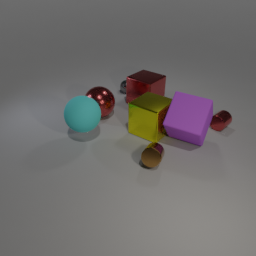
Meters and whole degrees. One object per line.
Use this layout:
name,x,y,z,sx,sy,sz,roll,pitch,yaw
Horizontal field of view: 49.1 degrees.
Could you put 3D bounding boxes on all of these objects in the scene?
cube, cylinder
cube,2.292,-0.330,10.503,1.400,1.400,1.400,18,77,22
cylinder,3.918,-0.317,11.846,0.700,0.700,0.700,27,41,37
cylinder,0.862,0.915,9.638,0.700,0.700,0.700,9,16,14
cube,0.967,-0.467,11.413,1.400,1.400,1.400,22,38,31
cube,0.871,-1.879,13.693,1.400,1.400,1.400,23,37,32

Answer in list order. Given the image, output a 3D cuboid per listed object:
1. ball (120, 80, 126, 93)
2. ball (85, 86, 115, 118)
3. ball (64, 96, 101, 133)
ball,-0.082,-2.211,14.949,0.700,0.700,0.700,0,32,0
ball,-1.277,-1.161,12.525,1.400,1.400,1.400,0,32,0
ball,-1.728,-0.527,10.644,1.400,1.400,1.400,0,32,0
